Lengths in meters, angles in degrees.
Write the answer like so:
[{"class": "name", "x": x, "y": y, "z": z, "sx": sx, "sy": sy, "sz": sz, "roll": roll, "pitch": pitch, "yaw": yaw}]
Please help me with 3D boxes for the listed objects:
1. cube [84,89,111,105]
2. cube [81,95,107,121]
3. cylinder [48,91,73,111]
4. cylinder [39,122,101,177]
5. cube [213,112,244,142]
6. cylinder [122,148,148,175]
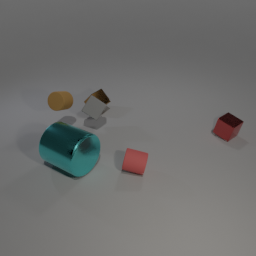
[{"class": "cube", "x": -1.331, "y": -1.156, "z": 12.189, "sx": 0.700, "sy": 0.700, "sz": 0.700, "roll": 53, "pitch": 44, "yaw": -3}, {"class": "cube", "x": -1.298, "y": -0.782, "z": 10.840, "sx": 0.700, "sy": 0.700, "sz": 0.700, "roll": 33, "pitch": 2, "yaw": -6}, {"class": "cylinder", "x": -2.500, "y": -1.010, "z": 10.401, "sx": 0.700, "sy": 0.700, "sz": 0.700, "roll": 10, "pitch": 11, "yaw": 16}, {"class": "cylinder", "x": -1.831, "y": 0.650, "z": 8.891, "sx": 1.400, "sy": 1.400, "sz": 1.400, "roll": 19, "pitch": 37, "yaw": 28}, {"class": "cube", "x": 3.774, "y": -0.043, "z": 10.572, "sx": 0.700, "sy": 0.700, "sz": 0.700, "roll": -25, "pitch": 50, "yaw": -34}, {"class": "cylinder", "x": 0.220, "y": 1.046, "z": 8.799, "sx": 0.700, "sy": 0.700, "sz": 0.700, "roll": 14, "pitch": 33, "yaw": 2}]
